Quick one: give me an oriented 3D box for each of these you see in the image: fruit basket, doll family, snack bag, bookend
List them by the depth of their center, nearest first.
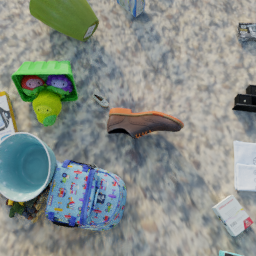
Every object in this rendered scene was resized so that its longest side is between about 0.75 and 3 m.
[{"bbox_3d":[-3.315,1.823,9.551,1.531,1.040,2.649,26,69,12],"label":"doll family"},{"bbox_3d":[4.701,1.372,10.068,1.747,0.198,1.853,4,72,2],"label":"snack bag"},{"bbox_3d":[-3.003,-1.284,10.304,2.344,1.691,2.344,0,54,0],"label":"fruit basket"},{"bbox_3d":[4.616,-1.211,10.746,1.082,0.502,1.089,8,72,3],"label":"bookend"}]

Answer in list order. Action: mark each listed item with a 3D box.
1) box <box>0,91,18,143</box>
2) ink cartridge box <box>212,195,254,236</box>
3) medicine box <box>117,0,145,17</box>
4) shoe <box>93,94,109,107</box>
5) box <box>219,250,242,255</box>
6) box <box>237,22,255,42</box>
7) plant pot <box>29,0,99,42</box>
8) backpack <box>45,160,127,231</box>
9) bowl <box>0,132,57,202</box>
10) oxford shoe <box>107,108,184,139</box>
[{"bbox_3d":[-4.934,-0.077,10.400,1.420,0.495,2.386,-18,75,-5],"label":"box"},{"bbox_3d":[3.500,2.928,9.425,0.793,0.451,1.089,-31,75,-10],"label":"ink cartridge box"},{"bbox_3d":[0.118,-5.558,11.839,0.625,1.106,1.214,-43,77,-13],"label":"medicine box"},{"bbox_3d":[-1.054,-1.068,10.838,0.761,0.203,0.266,36,66,13],"label":"shoe"},{"bbox_3d":[3.216,5.146,8.634,0.975,0.582,2.369,13,72,4],"label":"box"},{"bbox_3d":[5.109,-4.039,11.797,0.967,0.241,0.762,4,73,1],"label":"box"},{"bbox_3d":[-2.339,-4.609,11.223,2.255,2.110,2.110,40,76,-2],"label":"plant pot"},{"bbox_3d":[-1.238,2.246,9.076,2.347,1.579,2.143,14,73,2],"label":"backpack"},{"bbox_3d":[-3.094,1.203,8.846,2.057,1.076,2.057,-1,84,14],"label":"bowl"},{"bbox_3d":[0.575,-0.018,10.011,2.773,0.987,1.006,6,68,19],"label":"oxford shoe"}]
